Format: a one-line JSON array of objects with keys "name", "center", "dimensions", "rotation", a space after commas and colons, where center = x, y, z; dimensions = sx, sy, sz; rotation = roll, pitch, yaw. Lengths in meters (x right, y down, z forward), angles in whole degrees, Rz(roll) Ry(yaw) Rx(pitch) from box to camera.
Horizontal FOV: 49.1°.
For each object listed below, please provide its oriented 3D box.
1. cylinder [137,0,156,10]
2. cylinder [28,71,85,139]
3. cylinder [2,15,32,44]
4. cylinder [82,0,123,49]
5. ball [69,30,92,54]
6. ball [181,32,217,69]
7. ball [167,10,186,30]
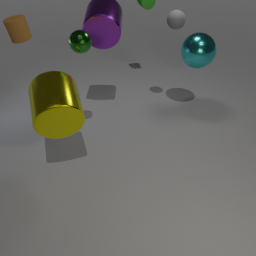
[{"name": "cylinder", "center": [0.862, -6.063, 13.274], "dimensions": [0.700, 0.700, 0.700], "rotation": [-10, 40, -15]}, {"name": "cylinder", "center": [-2.039, -0.647, 7.960], "dimensions": [1.400, 1.400, 1.400], "rotation": [-10, 54, -15]}, {"name": "cylinder", "center": [-3.539, -3.177, 8.991], "dimensions": [0.700, 0.700, 0.700], "rotation": [-8, 37, 6]}, {"name": "cylinder", "center": [-0.926, -3.905, 10.397], "dimensions": [1.400, 1.400, 1.400], "rotation": [1, 50, 2]}, {"name": "ball", "center": [-1.457, -2.638, 8.566], "dimensions": [0.700, 0.700, 0.700], "rotation": [0, 33, 0]}, {"name": "ball", "center": [2.830, -3.108, 11.264], "dimensions": [1.400, 1.400, 1.400], "rotation": [0, 33, 0]}, {"name": "ball", "center": [1.824, -4.090, 10.593], "dimensions": [0.700, 0.700, 0.700], "rotation": [0, 33, 0]}]
